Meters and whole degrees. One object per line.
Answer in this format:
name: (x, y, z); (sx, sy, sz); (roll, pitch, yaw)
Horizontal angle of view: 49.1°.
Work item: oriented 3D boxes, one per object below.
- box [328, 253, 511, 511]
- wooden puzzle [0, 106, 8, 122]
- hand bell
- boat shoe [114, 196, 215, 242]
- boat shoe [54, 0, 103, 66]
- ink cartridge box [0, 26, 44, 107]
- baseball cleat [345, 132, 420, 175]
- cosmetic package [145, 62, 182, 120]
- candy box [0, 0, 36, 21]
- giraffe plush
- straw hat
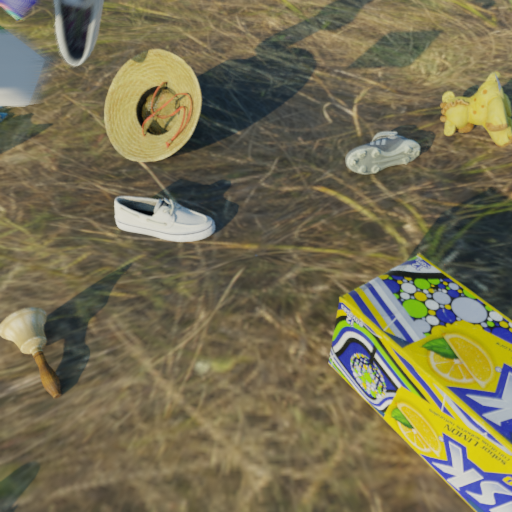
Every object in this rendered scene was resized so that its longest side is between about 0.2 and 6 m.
box: (2.779, 1.867, 6.215); (1.497, 1.374, 4.273); (-25, 47, -26)
wooden puzzle: (-6.357, -2.968, 12.477); (1.120, 0.133, 1.889); (9, 43, 10)
hand bell: (-2.895, 1.363, 7.502); (0.654, 0.654, 1.257); (-25, 59, -25)
boat shoe: (-1.591, -0.710, 9.648); (1.781, 0.585, 0.641); (11, 43, 12)
boat shoe: (-3.073, -4.544, 9.609); (0.941, 2.612, 0.895); (8, 45, -21)
ink cartridge box: (-3.033, -1.990, 5.595); (1.379, 0.998, 0.579); (9, 78, 28)
baseball cleat: (2.401, -2.080, 11.252); (1.755, 0.612, 0.934); (-9, 36, -25)
cosmetic package: (-2.181, -3.625, 12.442); (1.150, 1.153, 0.709); (-1, 43, -2)
candy box: (-3.904, -4.130, 8.375); (0.439, 1.139, 0.963); (-47, 29, -2)
giraffe plush: (4.619, -3.018, 11.870); (1.270, 1.566, 1.351); (-11, 39, 34)
straw hat: (-1.906, -2.969, 11.732); (2.461, 2.461, 1.042); (27, 10, 27)
